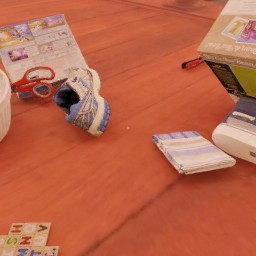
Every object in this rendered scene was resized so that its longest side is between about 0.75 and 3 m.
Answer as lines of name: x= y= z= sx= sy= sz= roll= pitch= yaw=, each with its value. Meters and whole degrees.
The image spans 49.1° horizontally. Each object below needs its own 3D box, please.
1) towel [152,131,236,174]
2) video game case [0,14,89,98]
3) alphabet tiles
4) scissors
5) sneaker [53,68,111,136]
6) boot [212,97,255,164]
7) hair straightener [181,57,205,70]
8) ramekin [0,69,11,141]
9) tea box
towel: x=1.371 y=0.459 z=6.195 sx=1.264 sy=0.205 sz=1.721 roll=-6 pitch=23 yaw=-14
video game case: x=-2.741 y=-2.325 z=8.885 sx=2.365 sy=0.537 sz=2.143 roll=-24 pitch=86 yaw=-24
alphabet tiles: x=-1.697 y=2.088 z=4.393 sx=1.153 sy=0.052 sz=1.380 roll=-2 pitch=36 yaw=1
scissors: x=-3.319 y=-1.205 z=8.034 sx=2.549 sy=0.932 sz=0.178 roll=-5 pitch=7 yaw=3
sneaker: x=-1.339 y=-0.933 z=7.328 sx=1.159 sy=1.048 sz=2.721 roll=14 pitch=28 yaw=-32
boot: x=3.321 y=0.275 z=5.727 sx=2.876 sy=1.046 sz=1.299 roll=29 pitch=68 yaw=29
hair straightener: x=2.531 y=-2.523 z=10.459 sx=1.476 sy=0.302 sz=0.568 roll=-28 pitch=33 yaw=-25
ramekin: x=-3.963 y=-0.391 z=6.474 sx=2.493 sy=1.308 sz=2.493 roll=5 pitch=44 yaw=-5
tea box: x=3.598 y=-1.585 z=6.592 sx=2.658 sy=2.615 sz=1.776 roll=30 pitch=87 yaw=48
